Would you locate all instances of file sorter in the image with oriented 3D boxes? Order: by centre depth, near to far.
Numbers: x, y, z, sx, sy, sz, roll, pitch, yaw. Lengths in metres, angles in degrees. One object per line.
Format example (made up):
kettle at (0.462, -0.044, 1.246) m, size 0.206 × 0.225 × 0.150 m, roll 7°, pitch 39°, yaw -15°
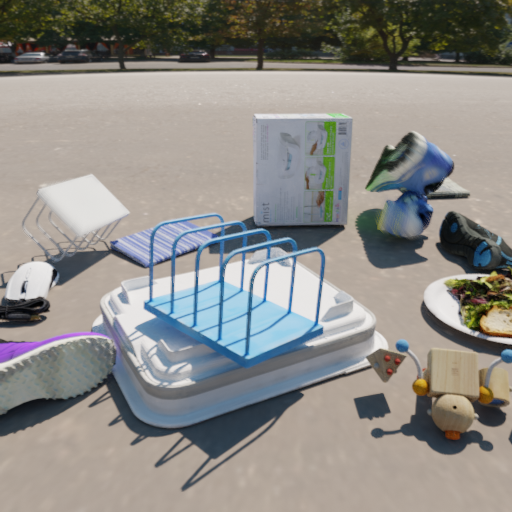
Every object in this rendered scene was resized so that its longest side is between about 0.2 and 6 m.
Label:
file sorter at (-0.283, 0.301, 6.969) m, size 1.956 × 1.200 × 1.357 m, roll 21°, pitch 26°, yaw 40°
file sorter at (-3.464, -0.708, 10.720) m, size 1.099 × 0.986 × 1.583 m, roll 45°, pitch 26°, yaw 2°

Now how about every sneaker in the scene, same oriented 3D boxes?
sneaker at (-2.897, 1.304, 6.820) m, size 2.254 × 0.784 × 1.121 m, roll -15°, pitch 27°, yaw -31°
sneaker at (4.206, -0.238, 10.754) m, size 0.808 × 0.722 × 1.972 m, roll 10°, pitch 26°, yaw -17°
sneaker at (3.306, -0.843, 11.823) m, size 0.886 × 0.797 × 2.155 m, roll 20°, pitch 26°, yaw 27°
sneaker at (3.323, -1.751, 12.187) m, size 1.321 × 1.164 × 2.963 m, roll 26°, pitch -1°, yaw -5°

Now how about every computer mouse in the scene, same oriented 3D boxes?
computer mouse at (-3.770, 0.495, 9.175) m, size 1.054 × 0.422 × 1.922 m, roll -4°, pitch 23°, yaw -6°

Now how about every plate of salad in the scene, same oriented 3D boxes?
plate of salad at (3.762, 0.676, 8.603) m, size 2.276 × 0.547 × 2.276 m, roll -1°, pitch 23°, yaw 0°

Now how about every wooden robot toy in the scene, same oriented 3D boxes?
wooden robot toy at (2.332, 1.642, 6.408) m, size 2.174 × 0.958 × 0.987 m, roll 5°, pitch 59°, yaw 10°

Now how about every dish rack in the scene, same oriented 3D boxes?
dish rack at (-0.307, 0.829, 7.986) m, size 3.647 × 0.794 × 3.130 m, roll -13°, pitch 27°, yaw -25°

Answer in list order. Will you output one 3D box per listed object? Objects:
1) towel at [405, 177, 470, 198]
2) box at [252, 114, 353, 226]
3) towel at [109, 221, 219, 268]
towel at (4.651, -1.880, 14.907) m, size 1.569 × 0.281 × 1.629 m, roll -2°, pitch 23°, yaw -5°
box at (0.957, -1.886, 12.252) m, size 2.053 × 2.326 × 1.125 m, roll -2°, pitch 19°, yaw -2°
towel at (-1.825, -0.265, 11.311) m, size 1.863 × 0.222 × 1.349 m, roll -23°, pitch 34°, yaw -40°
